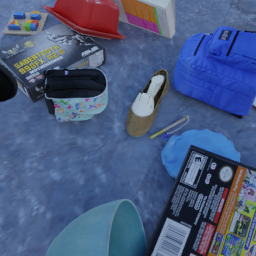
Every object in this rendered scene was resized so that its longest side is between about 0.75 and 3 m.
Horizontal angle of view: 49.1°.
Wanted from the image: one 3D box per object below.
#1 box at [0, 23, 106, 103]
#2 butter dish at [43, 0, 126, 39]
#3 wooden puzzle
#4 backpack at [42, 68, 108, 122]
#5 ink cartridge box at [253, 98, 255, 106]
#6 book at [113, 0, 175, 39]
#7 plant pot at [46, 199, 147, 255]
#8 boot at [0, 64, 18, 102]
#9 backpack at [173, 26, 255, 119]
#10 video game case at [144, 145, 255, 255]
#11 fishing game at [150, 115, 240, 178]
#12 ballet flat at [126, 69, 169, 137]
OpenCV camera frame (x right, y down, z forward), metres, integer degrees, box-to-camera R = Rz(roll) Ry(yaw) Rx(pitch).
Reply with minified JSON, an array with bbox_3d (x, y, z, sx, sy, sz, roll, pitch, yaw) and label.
[{"bbox_3d":[-2.623,-2.402,9.614,2.966,0.717,2.349,-34,59,-24],"label":"box"},{"bbox_3d":[-1.350,-4.447,10.103,2.447,1.814,2.454,-9,41,-47],"label":"butter dish"},{"bbox_3d":[-4.164,-4.345,11.390,1.485,0.371,1.604,3,51,3],"label":"wooden puzzle"},{"bbox_3d":[-1.436,-1.010,8.111,1.753,1.319,1.556,-8,48,-4],"label":"backpack"},{"bbox_3d":[5.406,-0.904,8.656,2.613,0.618,2.092,-42,62,-13],"label":"ink cartridge box"},{"bbox_3d":[0.368,-4.485,10.558,2.863,1.913,0.688,27,80,19],"label":"book"},{"bbox_3d":[-0.612,2.463,5.040,1.469,2.181,2.181,-10,50,16],"label":"plant pot"},{"bbox_3d":[-2.573,-0.529,4.064,0.712,1.893,1.415,-32,48,29],"label":"boot"},{"bbox_3d":[2.729,-1.899,8.384,2.495,2.093,2.027,20,49,17],"label":"backpack"},{"bbox_3d":[1.977,2.082,5.578,2.640,0.373,2.921,21,69,19],"label":"video game case"},{"bbox_3d":[1.875,0.814,7.283,2.011,0.436,2.808,-32,51,-23],"label":"fishing game"},{"bbox_3d":[0.637,-0.883,8.284,0.852,0.909,2.513,24,56,14],"label":"ballet flat"}]
